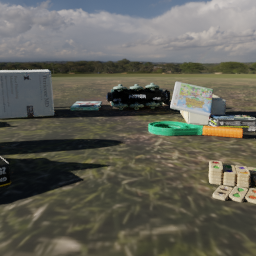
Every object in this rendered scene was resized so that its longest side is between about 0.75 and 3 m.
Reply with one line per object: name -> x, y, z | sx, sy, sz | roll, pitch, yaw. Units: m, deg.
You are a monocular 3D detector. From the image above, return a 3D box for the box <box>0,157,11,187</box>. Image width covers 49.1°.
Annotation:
box -> -3.278, 0.786, 5.329 | 1.463, 0.452, 1.832 | -13, 18, -40

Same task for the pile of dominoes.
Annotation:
pile of dominoes -> 2.517, 0.908, 5.064 | 2.007, 0.320, 1.564 | 3, 13, 14

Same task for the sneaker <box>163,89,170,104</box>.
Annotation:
sneaker -> 1.789, -1.723, 15.592 | 0.993, 0.831, 2.244 | 3, 4, 12

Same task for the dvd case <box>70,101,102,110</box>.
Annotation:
dvd case -> -2.084, -1.138, 14.250 | 1.389, 0.209, 1.903 | 0, 12, 0

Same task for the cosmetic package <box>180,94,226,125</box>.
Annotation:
cosmetic package -> 2.932, -0.860, 11.361 | 1.397, 0.944, 2.656 | 1, 13, 3

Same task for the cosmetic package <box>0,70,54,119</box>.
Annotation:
cosmetic package -> -4.439, -1.519, 12.073 | 2.304, 1.899, 1.901 | -5, 14, -15

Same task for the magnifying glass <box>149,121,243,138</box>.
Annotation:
magnifying glass -> 2.074, 0.069, 8.889 | 2.898, 0.325, 1.154 | 3, 13, 19

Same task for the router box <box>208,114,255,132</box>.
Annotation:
router box -> 3.544, -0.177, 9.547 | 1.373, 0.427, 1.029 | 0, 13, 0

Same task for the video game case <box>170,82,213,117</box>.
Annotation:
video game case -> 2.267, -1.042, 9.873 | 1.366, 0.151, 1.243 | 14, 55, 6

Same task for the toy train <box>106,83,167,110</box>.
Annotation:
toy train -> 0.431, -1.503, 13.917 | 2.946, 1.255, 1.679 | -2, 0, 1
